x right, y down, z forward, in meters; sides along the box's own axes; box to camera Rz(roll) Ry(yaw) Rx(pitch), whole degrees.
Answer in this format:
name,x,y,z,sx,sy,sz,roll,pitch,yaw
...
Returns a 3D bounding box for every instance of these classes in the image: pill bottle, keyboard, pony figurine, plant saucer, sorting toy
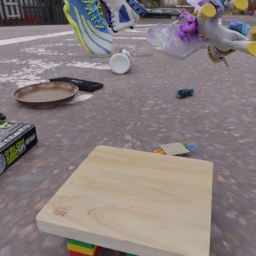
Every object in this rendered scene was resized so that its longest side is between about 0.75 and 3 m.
name,x,y,z,sx,sy,sz,roll,pitch,yaw
pill bottle,-0.378,-3.605,14.869,1.074,1.074,2.023,1,24,2
keyboard,-2.348,-1.876,12.053,2.319,0.297,1.392,13,21,29
pony figurine,1.527,-1.875,5.340,1.880,1.622,1.948,37,2,-4
plant saucer,-3.045,-1.233,10.489,2.360,0.378,2.360,0,24,0
sorting toy,1.132,0.551,6.875,1.095,0.149,0.617,-7,21,-16
sorting toy,0.148,1.252,4.546,2.251,0.783,2.237,7,25,15

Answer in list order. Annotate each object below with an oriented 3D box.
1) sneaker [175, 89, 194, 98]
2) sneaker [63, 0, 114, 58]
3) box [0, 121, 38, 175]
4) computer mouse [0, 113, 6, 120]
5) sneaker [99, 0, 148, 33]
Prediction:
name,x,y,z,sx,sy,sz,roll,pitch,yaw
sneaker,2.138,-1.340,10.886,0.923,0.338,0.378,-9,11,-33
sneaker,-1.247,-3.415,8.117,1.068,2.821,1.482,-33,5,-13
box,-3.570,0.524,6.449,1.947,0.538,2.430,5,25,12
computer mouse,-4.666,-0.319,8.433,1.113,0.424,1.608,14,28,26
sneaker,-0.328,-2.848,6.777,1.574,0.909,0.636,21,18,-32
